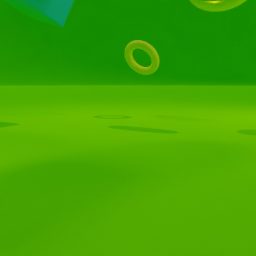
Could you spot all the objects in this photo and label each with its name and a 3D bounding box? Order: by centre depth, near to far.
[{"bbox_3d":[2.148,-3.479,6.317,1.802,1.802,0.360,5,-9,27],"label":"ring"},{"bbox_3d":[-2.260,-3.571,6.956,1.373,1.373,1.373,25,4,27],"label":"cube"},{"bbox_3d":[0.444,-2.275,9.116,1.238,1.238,0.248,7,47,36],"label":"ring"}]
